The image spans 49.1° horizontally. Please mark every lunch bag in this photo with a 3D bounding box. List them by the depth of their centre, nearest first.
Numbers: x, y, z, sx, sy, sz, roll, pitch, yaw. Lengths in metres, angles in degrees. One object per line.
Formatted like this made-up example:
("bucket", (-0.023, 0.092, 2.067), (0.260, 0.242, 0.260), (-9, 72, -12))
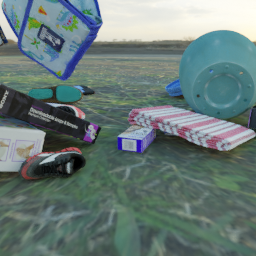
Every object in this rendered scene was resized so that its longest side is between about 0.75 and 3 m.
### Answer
("lunch bag", (-1.930, -2.957, 7.258), (1.781, 2.796, 2.377), (-28, -7, -38))

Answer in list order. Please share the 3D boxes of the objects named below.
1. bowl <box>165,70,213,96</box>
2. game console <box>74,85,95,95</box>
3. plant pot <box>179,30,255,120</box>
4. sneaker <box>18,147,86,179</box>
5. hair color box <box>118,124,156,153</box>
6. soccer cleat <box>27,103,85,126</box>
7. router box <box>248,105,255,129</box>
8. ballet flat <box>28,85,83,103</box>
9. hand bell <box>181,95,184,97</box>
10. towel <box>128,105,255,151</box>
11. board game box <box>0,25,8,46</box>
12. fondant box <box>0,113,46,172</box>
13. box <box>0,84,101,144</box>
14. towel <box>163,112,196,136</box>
("bowl", (2.671, -1.940, 12.064), (2.138, 0.420, 2.138), (-22, 14, 6))
("game console", (-2.477, -1.699, 12.759), (1.586, 0.246, 1.403), (-10, 20, -27))
("plant pot", (2.748, -1.434, 8.344), (2.608, 2.608, 2.093), (4, 27, 13))
("sneaker", (-1.281, 0.660, 4.976), (1.216, 0.430, 0.594), (-11, 19, -36))
("hair color box", (0.229, 0.214, 6.557), (0.585, 0.347, 1.070), (6, 17, 21))
("soccer cleat", (-2.316, -0.396, 8.065), (2.196, 0.749, 0.804), (6, 3, 18))
("router box", (4.260, -0.177, 7.057), (2.170, 0.554, 1.618), (9, 11, 26))
("ballet flat", (-2.775, -1.269, 10.933), (2.132, 0.723, 0.771), (-4, -1, 2))
("hand bell", (3.121, -1.658, 12.049), (1.838, 0.957, 0.957), (-18, 23, -17))
("towel", (1.569, -0.046, 6.913), (2.673, 0.400, 1.956), (21, 20, 35))
("board game box", (-3.757, -2.688, 7.447), (0.764, 1.128, 0.195), (-13, 17, 25))
("fondant box", (-3.241, 0.066, 4.919), (2.837, 0.826, 2.047), (7, 9, -43))
("box", (-2.154, -0.433, 5.877), (2.030, 0.512, 2.839), (20, -5, 32))
("towel", (1.538, -0.139, 7.900), (1.231, 0.203, 1.700), (-1, 18, 0))
